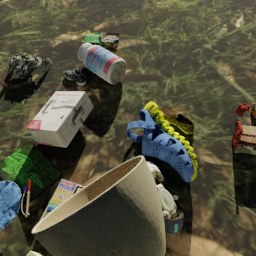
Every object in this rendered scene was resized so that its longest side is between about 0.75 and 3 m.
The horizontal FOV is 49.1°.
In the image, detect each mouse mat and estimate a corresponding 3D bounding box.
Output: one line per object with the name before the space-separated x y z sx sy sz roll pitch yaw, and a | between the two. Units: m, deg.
mouse mat | -2.744 1.182 7.657 1.593 0.060 1.282 38 62 23

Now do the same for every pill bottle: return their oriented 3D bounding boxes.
pill bottle | -0.939 -2.303 9.764 1.691 0.920 0.920 35 61 24

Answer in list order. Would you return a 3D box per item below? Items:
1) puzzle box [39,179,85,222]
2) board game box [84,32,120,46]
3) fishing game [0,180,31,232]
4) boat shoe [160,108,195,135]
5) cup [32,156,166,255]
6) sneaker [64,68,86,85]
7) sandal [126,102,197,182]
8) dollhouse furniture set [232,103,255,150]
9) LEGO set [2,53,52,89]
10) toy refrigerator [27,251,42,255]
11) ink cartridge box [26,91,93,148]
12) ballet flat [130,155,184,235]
puzzle box | -1.024 2.118 6.861 1.944 0.247 1.293 15 54 11
board game box | -1.038 -3.557 11.194 1.356 0.159 0.710 3 55 3
fishing game | -3.058 1.893 6.797 1.727 0.269 1.237 -16 58 15
boat shoe | 1.518 -0.323 8.561 1.246 0.461 0.460 34 60 23
cup | -0.269 1.979 5.531 2.533 2.533 1.811 -34 90 -23
sneaker | -1.860 -1.883 9.692 0.930 0.529 0.351 32 59 22
sandal | 0.863 0.474 7.693 1.172 1.070 2.693 -27 50 -13
dollhouse furniture set | 3.624 -0.065 8.356 0.934 0.706 1.735 9 36 7
LEGO set | -3.872 -2.085 9.743 1.583 0.691 2.437 36 61 24
toy refrigerator | -1.454 3.365 5.705 1.815 0.635 0.689 27 65 19
ink cartridge box | -1.946 -0.314 8.198 1.202 0.700 1.650 5 47 29
ballet flat | 0.698 1.460 7.014 0.861 0.861 2.356 -18 55 -13
